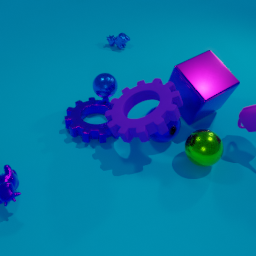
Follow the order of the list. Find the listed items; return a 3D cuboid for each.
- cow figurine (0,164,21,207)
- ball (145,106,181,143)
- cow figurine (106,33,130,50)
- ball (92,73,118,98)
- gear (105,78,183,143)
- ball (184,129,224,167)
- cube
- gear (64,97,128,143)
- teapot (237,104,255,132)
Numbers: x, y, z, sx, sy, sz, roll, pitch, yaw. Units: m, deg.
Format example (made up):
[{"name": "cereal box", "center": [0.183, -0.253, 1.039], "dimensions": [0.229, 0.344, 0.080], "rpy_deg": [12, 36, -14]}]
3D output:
[{"name": "cow figurine", "center": [-2.599, 1.271, 6.075], "dimensions": [0.508, 0.925, 0.910], "rpy_deg": [-24, 71, -12]}, {"name": "ball", "center": [0.907, -0.101, 7.528], "dimensions": [1.008, 1.008, 1.008], "rpy_deg": [0, 42, 0]}, {"name": "cow figurine", "center": [-0.437, -3.750, 11.833], "dimensions": [0.895, 0.909, 0.499], "rpy_deg": [44, 51, 0]}, {"name": "ball", "center": [-0.688, -1.276, 8.430], "dimensions": [0.760, 0.760, 0.760], "rpy_deg": [0, 42, 0]}, {"name": "gear", "center": [0.377, -0.486, 7.094], "dimensions": [1.936, 0.358, 1.936], "rpy_deg": [-16, 42, 15]}, {"name": "ball", "center": [1.875, 0.492, 6.931], "dimensions": [0.937, 0.937, 0.937], "rpy_deg": [0, 42, 0]}, {"name": "cube", "center": [2.058, -1.148, 8.099], "dimensions": [1.341, 1.341, 1.341], "rpy_deg": [-28, 70, -21]}, {"name": "gear", "center": [-0.905, -0.276, 8.145], "dimensions": [1.798, 0.332, 1.798], "rpy_deg": [2, 39, -2]}, {"name": "teapot", "center": [3.418, -0.215, 7.034], "dimensions": [1.046, 0.824, 1.683], "rpy_deg": [-13, 0, -26]}]
